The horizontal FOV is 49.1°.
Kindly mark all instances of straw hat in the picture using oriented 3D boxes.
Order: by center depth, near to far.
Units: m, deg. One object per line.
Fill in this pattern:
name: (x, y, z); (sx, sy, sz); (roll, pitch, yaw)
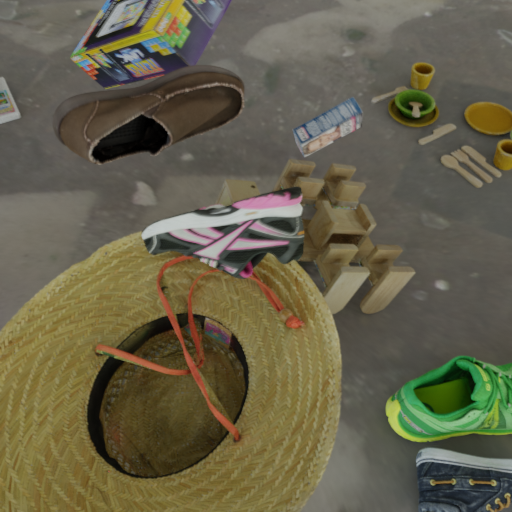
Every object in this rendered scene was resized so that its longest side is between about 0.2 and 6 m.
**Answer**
straw hat: (-0.976, 1.783, 6.796); (4.259, 1.802, 4.259); (-1, 54, 1)

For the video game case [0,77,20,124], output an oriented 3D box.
video game case: (-5.848, -3.082, 11.626); (1.550, 0.184, 1.411); (-23, 56, -18)

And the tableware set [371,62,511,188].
tableware set: (4.126, -2.830, 11.224); (2.228, 0.508, 3.308); (-26, 56, -19)

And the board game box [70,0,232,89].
board game box: (-1.369, -4.207, 8.945); (2.481, 0.851, 3.001); (9, 67, 44)

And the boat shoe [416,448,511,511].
boat shoe: (2.810, 2.893, 6.745); (1.732, 0.613, 0.786); (5, 52, 13)

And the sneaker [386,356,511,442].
sneaker: (2.945, 1.817, 7.270); (2.457, 1.027, 0.910); (-11, 52, -9)

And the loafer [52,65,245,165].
loafer: (-1.095, -1.531, 6.571); (2.350, 0.858, 0.834); (-22, 59, -21)

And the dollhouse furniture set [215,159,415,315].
dollhouse furniture set: (0.587, -0.080, 8.766); (2.679, 1.780, 2.348); (1, 48, -27)

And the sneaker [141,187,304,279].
sneaker: (-0.402, -0.141, 6.514); (2.115, 0.913, 0.850); (-9, 8, 32)

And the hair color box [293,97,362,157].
hair color box: (1.150, -2.041, 8.944); (1.076, 0.538, 0.326); (-27, 74, 4)
